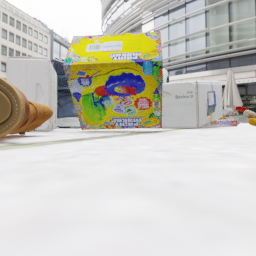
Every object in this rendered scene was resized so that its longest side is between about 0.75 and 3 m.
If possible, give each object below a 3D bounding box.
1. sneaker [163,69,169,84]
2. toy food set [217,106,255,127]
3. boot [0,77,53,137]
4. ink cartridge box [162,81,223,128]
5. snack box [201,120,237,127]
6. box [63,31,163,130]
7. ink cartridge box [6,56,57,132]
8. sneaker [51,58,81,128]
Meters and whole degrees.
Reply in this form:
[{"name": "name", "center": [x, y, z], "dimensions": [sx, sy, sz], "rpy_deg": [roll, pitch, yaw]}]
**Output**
[{"name": "sneaker", "center": [0.486, -1.435, 11.385], "dimensions": [1.133, 1.114, 2.943], "rpy_deg": [7, -30, -39]}, {"name": "toy food set", "center": [4.509, -0.419, 11.246], "dimensions": [0.735, 0.780, 1.633], "rpy_deg": [12, -7, -38]}, {"name": "boot", "center": [-1.278, -0.130, 3.012], "dimensions": [1.664, 0.638, 1.292], "rpy_deg": [-8, -7, 31]}, {"name": "ink cartridge box", "center": [1.574, -0.778, 8.812], "dimensions": [2.159, 1.300, 2.971], "rpy_deg": [-1, 5, 30]}, {"name": "snack box", "center": [3.184, -0.172, 10.359], "dimensions": [2.171, 0.264, 0.781], "rpy_deg": [-1, 2, -44]}, {"name": "box", "center": [-0.165, -0.821, 5.138], "dimensions": [1.572, 0.959, 1.514], "rpy_deg": [-2, -44, 5]}, {"name": "ink cartridge box", "center": [-1.843, -0.597, 5.586], "dimensions": [0.751, 1.300, 1.780], "rpy_deg": [1, 0, -9]}, {"name": "sneaker", "center": [-2.280, -0.996, 8.477], "dimensions": [2.834, 2.048, 1.077], "rpy_deg": [-1, 2, 31]}]
